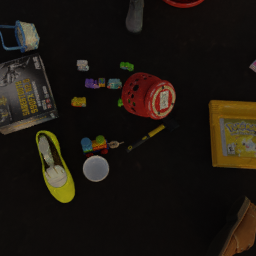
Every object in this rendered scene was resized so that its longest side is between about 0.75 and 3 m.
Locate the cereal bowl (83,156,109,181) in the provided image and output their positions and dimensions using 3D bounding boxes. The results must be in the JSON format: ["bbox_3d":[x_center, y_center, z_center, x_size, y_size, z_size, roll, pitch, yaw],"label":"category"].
[{"bbox_3d":[-1.083,1.412,9.593,0.880,0.366,0.880,0,69,0],"label":"cereal bowl"}]

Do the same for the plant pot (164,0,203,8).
[{"bbox_3d":[2.424,-6.675,11.660,2.764,2.517,2.764,0,67,0],"label":"plant pot"}]

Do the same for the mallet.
[{"bbox_3d":[0.780,0.134,10.110,2.134,0.439,0.703,-26,75,-6],"label":"mallet"}]

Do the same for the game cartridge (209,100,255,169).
[{"bbox_3d":[4.094,0.198,10.062,2.206,0.406,2.503,2,69,1],"label":"game cartridge"}]

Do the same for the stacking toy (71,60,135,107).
[{"bbox_3d":[-0.929,-1.673,10.779,2.362,0.555,1.781,1,70,-2],"label":"stacking toy"}]

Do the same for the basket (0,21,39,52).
[{"bbox_3d":[-4.351,-3.624,11.208,1.395,0.970,1.230,-8,65,-33],"label":"basket"}]

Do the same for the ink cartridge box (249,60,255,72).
[{"bbox_3d":[5.629,-2.651,11.282,1.315,0.276,0.784,-41,74,-17],"label":"ink cartridge box"}]

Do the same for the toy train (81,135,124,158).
[{"bbox_3d":[-0.882,0.494,9.693,1.485,0.859,0.629,-13,70,-5],"label":"toy train"}]

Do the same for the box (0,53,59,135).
[{"bbox_3d":[-4.001,-1.333,10.533,2.118,0.646,2.674,-18,69,-7],"label":"box"}]

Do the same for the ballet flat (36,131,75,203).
[{"bbox_3d":[-2.541,1.229,9.385,0.877,0.880,2.626,-22,70,-5],"label":"ballet flat"}]

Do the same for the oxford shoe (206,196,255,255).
[{"bbox_3d":[3.245,3.457,8.492,0.991,0.992,2.781,39,73,5],"label":"oxford shoe"}]

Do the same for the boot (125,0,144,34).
[{"bbox_3d":[0.300,-5.141,11.631,0.761,1.435,2.180,3,68,0],"label":"boot"}]

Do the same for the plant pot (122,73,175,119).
[{"bbox_3d":[0.743,-1.078,9.705,1.513,1.513,1.378,-45,39,-16],"label":"plant pot"}]
